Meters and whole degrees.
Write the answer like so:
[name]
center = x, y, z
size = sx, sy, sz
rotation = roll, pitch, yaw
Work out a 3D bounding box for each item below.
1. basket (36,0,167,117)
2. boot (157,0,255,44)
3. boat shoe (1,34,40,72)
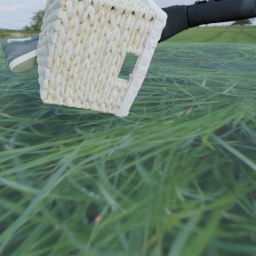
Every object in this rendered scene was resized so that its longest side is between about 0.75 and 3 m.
[basket]
center = -0.737, -1.794, 5.627
size = 1.811, 2.232, 2.252
rotation = 7, 37, -24
[boot]
center = 1.923, -2.746, 6.970
size = 2.485, 0.816, 2.048
rotation = 10, 42, 33
[boat shoe]
center = -1.966, -2.401, 7.333
size = 2.695, 0.833, 0.981
rotation = -31, 1, -14
